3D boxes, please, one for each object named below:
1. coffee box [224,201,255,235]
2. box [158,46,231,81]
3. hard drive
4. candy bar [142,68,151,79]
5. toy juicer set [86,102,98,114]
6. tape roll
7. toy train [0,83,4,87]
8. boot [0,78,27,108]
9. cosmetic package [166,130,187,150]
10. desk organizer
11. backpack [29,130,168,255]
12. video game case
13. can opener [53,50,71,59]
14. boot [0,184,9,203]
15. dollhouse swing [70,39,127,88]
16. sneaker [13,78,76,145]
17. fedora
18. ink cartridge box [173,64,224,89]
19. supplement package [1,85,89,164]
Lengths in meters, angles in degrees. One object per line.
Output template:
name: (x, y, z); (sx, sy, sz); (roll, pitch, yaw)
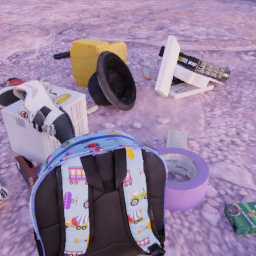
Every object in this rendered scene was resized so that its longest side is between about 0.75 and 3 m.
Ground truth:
coffee box: (3.000, 2.098, 6.626); (1.225, 0.269, 0.753); (-3, 33, -5)
box: (3.219, -3.129, 13.583); (2.651, 0.630, 2.560); (4, 26, -42)
hard drive: (1.649, -2.483, 11.574); (0.288, 2.192, 1.445); (15, 1, 20)
candy bar: (0.936, -2.788, 14.334); (0.347, 0.154, 1.390); (-2, 33, -3)
toy juicer set: (-1.870, -0.717, 10.910); (1.841, 0.501, 1.171); (17, 18, 30)
tape roll: (1.242, 1.301, 7.449); (1.713, 0.728, 1.713); (0, 33, 0)
toy train: (-6.105, -2.032, 13.163); (0.851, 0.145, 0.195); (10, 37, 15)
boot: (-5.063, -1.556, 11.832); (1.705, 0.856, 2.363); (15, 28, 23)
cosmetic package: (1.515, 0.583, 8.824); (0.631, 0.446, 1.219); (6, 32, 9)
desk organizer: (-2.776, 1.184, 7.929); (0.445, 0.415, 1.156); (-20, 38, -32)
backpack: (-0.595, 1.275, 5.459); (2.654, 2.907, 1.956); (-11, 34, -14)
video game case: (2.503, -2.032, 13.080); (2.154, 0.252, 1.959); (-17, 37, -22)
can opener: (-3.568, -4.334, 16.430); (1.642, 0.646, 0.520); (-11, 42, -1)
boot: (-3.329, 1.751, 6.753); (0.912, 0.702, 1.908); (-28, 41, -27)
dollhouse swing: (-1.311, -3.103, 12.997); (1.897, 2.087, 1.835); (17, 38, 24)
sneaker: (-2.181, -0.260, 7.147); (1.053, 0.881, 2.379); (-18, 58, -36)
fedora: (-0.779, -1.743, 11.306); (1.258, 2.754, 2.754); (-21, 24, 27)
ink cartridge box: (2.872, -2.370, 12.782); (2.042, 0.518, 2.318); (12, 21, -32)
supplement package: (-2.538, -0.180, 8.972); (1.565, 1.554, 2.063); (17, 37, 25)
